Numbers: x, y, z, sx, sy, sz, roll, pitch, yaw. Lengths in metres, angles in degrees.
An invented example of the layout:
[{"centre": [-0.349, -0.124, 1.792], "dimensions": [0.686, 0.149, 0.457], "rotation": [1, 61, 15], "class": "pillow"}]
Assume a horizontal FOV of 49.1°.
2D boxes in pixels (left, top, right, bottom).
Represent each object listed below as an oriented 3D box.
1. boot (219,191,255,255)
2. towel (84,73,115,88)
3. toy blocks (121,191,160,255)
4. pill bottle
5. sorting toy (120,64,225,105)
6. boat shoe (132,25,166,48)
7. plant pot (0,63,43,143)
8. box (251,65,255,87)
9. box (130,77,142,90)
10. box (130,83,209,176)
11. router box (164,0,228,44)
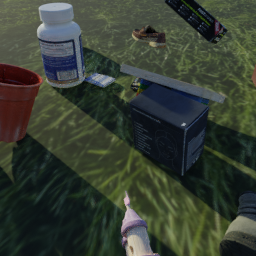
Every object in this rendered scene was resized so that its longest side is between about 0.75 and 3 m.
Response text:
[{"centre": [3.443, 2.345, 5.419], "dimensions": [2.989, 1.012, 1.952], "rotation": [25, 38, 28], "class": "boot"}, {"centre": [-1.202, -2.031, 11.921], "dimensions": [1.123, 0.134, 0.825], "rotation": [22, 44, 29], "class": "towel"}, {"centre": [0.342, 2.365, 4.381], "dimensions": [2.282, 2.132, 1.921], "rotation": [-9, 39, -9], "class": "toy blocks"}, {"centre": [-2.661, -3.261, 11.165], "dimensions": [1.654, 2.981, 1.654], "rotation": [0, 37, 0], "class": "pill bottle"}, {"centre": [1.431, -1.085, 9.142], "dimensions": [2.723, 0.948, 2.707], "rotation": [23, 12, 28], "class": "sorting toy"}, {"centre": [0.693, -3.100, 9.203], "dimensions": [0.577, 0.575, 1.598], "rotation": [-18, 38, -25], "class": "boat shoe"}, {"centre": [-3.705, -0.718, 8.363], "dimensions": [1.977, 1.923, 1.977], "rotation": [15, 22, -6], "class": "plant pot"}, {"centre": [6.043, -2.122, 10.666], "dimensions": [1.787, 1.769, 2.154], "rotation": [4, 37, 6], "class": "box"}, {"centre": [0.555, -1.815, 11.560], "dimensions": [0.690, 0.210, 0.856], "rotation": [15, 39, 15], "class": "box"}, {"centre": [1.090, 0.023, 7.654], "dimensions": [1.797, 1.767, 1.114], "rotation": [30, 56, 32], "class": "box"}, {"centre": [2.154, -3.453, 8.680], "dimensions": [1.906, 0.592, 1.428], "rotation": [45, 26, 7], "class": "router box"}]
